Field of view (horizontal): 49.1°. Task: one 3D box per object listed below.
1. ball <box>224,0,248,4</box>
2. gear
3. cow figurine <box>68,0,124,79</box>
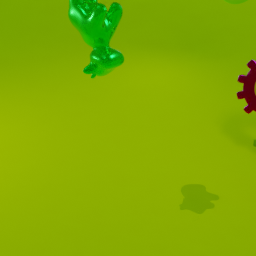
[{"bbox_3d":[2.977,-3.939,7.558,1.097,1.097,1.097,0,36,0],"label":"ball"},{"bbox_3d":[3.592,-0.988,6.819,1.738,1.738,0.321,21,22,26],"label":"gear"},{"bbox_3d":[-0.503,-1.384,4.193,1.140,1.122,0.626,44,44,18],"label":"cow figurine"}]
